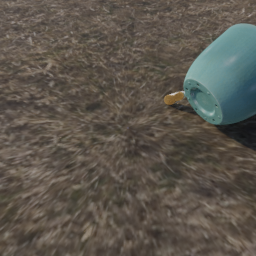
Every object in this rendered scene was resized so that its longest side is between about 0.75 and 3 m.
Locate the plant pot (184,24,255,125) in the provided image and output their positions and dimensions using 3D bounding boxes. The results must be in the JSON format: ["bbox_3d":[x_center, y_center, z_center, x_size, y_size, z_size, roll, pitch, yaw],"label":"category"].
[{"bbox_3d":[2.426,-1.102,6.781,1.729,2.155,2.155,-35,54,-10],"label":"plant pot"}]

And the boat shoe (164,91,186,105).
[{"bbox_3d":[1.329,-0.830,7.701,0.275,0.281,0.795,-19,5,-34],"label":"boat shoe"}]
